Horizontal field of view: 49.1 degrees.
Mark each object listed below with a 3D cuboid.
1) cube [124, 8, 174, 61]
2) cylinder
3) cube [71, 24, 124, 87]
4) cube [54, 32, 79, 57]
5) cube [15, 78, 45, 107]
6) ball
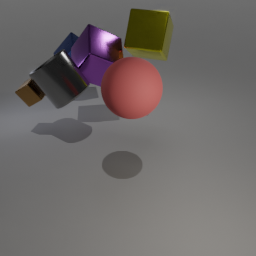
[{"bbox_3d":[0.800,-3.395,10.325,1.400,1.400,1.400,12,3,15],"label":"cube"},{"bbox_3d":[-2.206,-1.584,9.113,1.400,1.400,1.400,-31,21,13],"label":"cylinder"},{"bbox_3d":[-1.123,-2.547,10.103,1.400,1.400,1.400,14,57,-33],"label":"cube"},{"bbox_3d":[-2.396,-3.154,12.768,1.400,1.400,1.400,27,34,-39],"label":"cube"},{"bbox_3d":[-3.294,-1.290,9.684,0.700,0.700,0.700,-22,31,30],"label":"cube"},{"bbox_3d":[0.084,-0.901,6.378,1.400,1.400,1.400,0,31,0],"label":"ball"}]
